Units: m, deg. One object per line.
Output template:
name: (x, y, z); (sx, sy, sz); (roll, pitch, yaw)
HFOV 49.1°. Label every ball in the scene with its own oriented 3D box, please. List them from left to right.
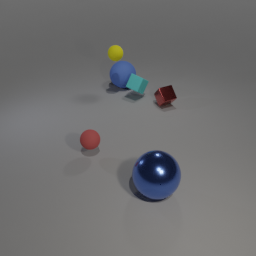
ball: (-1.300, 0.396, 9.621); (0.700, 0.700, 0.700); (0, 31, 0)
ball: (-0.565, -3.373, 12.636); (0.700, 0.700, 0.700); (0, 31, 0)
ball: (-0.270, -2.827, 14.777); (1.400, 1.400, 1.400); (0, 31, 0)
ball: (0.819, 1.339, 8.071); (1.400, 1.400, 1.400); (0, 31, 0)

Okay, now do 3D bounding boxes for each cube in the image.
cube: (0.457, -2.149, 13.652); (0.700, 0.700, 0.700); (29, 10, 25)
cube: (1.741, -1.499, 13.108); (0.700, 0.700, 0.700); (-17, 79, -19)
